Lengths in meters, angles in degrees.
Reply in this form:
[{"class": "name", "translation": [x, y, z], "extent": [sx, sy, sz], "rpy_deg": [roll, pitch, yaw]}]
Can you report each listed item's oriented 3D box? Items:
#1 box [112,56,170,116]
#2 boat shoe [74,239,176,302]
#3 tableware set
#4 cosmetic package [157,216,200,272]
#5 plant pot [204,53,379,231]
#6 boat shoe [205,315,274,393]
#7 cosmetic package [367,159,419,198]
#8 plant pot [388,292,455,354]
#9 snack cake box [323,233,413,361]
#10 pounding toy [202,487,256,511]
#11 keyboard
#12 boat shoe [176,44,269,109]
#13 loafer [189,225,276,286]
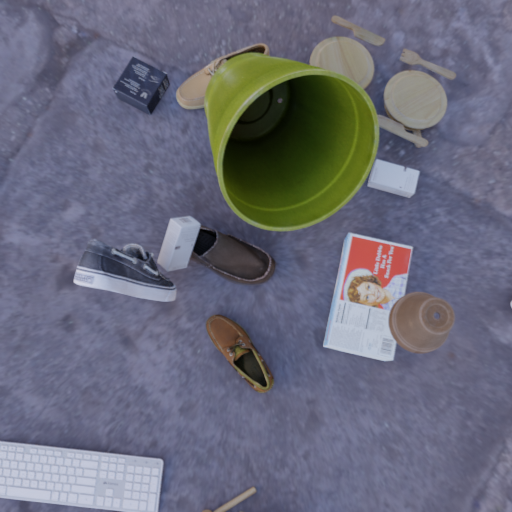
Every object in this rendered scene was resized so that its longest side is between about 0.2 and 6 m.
[{"class": "box", "translation": [-2.427, -3.603, 11.891], "extent": [0.843, 0.503, 0.857], "rpy_deg": [29, 81, 5]}, {"class": "boat shoe", "translation": [-2.130, 0.240, 9.793], "extent": [0.943, 2.628, 0.891], "rpy_deg": [11, 85, 25]}, {"class": "tableware set", "translation": [2.522, -3.545, 11.853], "extent": [3.029, 0.607, 2.002], "rpy_deg": [26, 74, 1]}, {"class": "cosmetic package", "translation": [-1.453, -0.224, 10.511], "extent": [0.369, 0.507, 0.997], "rpy_deg": [38, 122, 31]}, {"class": "plant pot", "translation": [0.273, -2.408, 10.312], "extent": [2.893, 2.893, 2.785], "rpy_deg": [-26, 41, -5]}, {"class": "boat shoe", "translation": [-0.291, 1.832, 10.817], "extent": [0.660, 0.623, 1.834], "rpy_deg": [-43, 82, -7]}, {"class": "cosmetic package", "translation": [2.829, -1.596, 11.582], "extent": [0.933, 0.378, 0.526], "rpy_deg": [15, 82, 2]}, {"class": "plant pot", "translation": [2.651, 1.003, 8.717], "extent": [0.985, 0.859, 0.985], "rpy_deg": [1, 77, -4]}, {"class": "snack cake box", "translation": [2.168, 0.811, 10.941], "extent": [1.293, 0.756, 2.249], "rpy_deg": [13, 79, 4]}, {"class": "pounding toy", "translation": [-0.195, 5.082, 10.106], "extent": [1.818, 0.832, 1.597], "rpy_deg": [15, 80, 3]}, {"class": "keyboard", "translation": [-3.606, 4.176, 10.605], "extent": [3.622, 0.193, 1.019], "rpy_deg": [6, 80, 1]}, {"class": "boat shoe", "translation": [-0.726, -3.863, 11.836], "extent": [2.188, 0.706, 0.780], "rpy_deg": [-30, 81, -5]}, {"class": "loafer", "translation": [-0.729, -0.050, 11.064], "extent": [2.324, 0.825, 0.849], "rpy_deg": [19, 80, 3]}]
